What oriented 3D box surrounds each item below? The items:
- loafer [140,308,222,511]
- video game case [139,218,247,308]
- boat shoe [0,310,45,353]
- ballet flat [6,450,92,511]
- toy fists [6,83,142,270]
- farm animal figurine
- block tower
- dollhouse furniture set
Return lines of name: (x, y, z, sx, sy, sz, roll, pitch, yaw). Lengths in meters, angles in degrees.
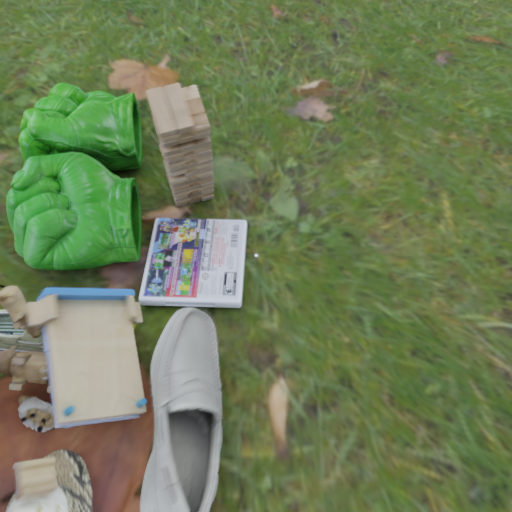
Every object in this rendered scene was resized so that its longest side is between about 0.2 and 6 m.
loafer: (-0.747, 1.797, 6.534, 0.926, 0.924, 2.648, 19, 56, -31)
video game case: (-0.908, 0.074, 8.447, 1.466, 0.185, 1.609, 2, 51, 2)
boat shoe: (-2.957, 1.026, 7.518, 1.895, 0.588, 0.682, -5, 53, -3)
ballet flat: (-2.243, 3.207, 5.566, 0.946, 1.050, 2.788, -8, 53, 6)
toy fists: (-2.874, -1.374, 8.903, 1.925, 1.298, 3.776, -6, 55, -4)
farm animal figurine: (-2.909, 1.242, 6.955, 1.503, 0.792, 1.519, 26, 87, -12)
block tower: (-1.053, -1.519, 8.296, 0.678, 2.509, 0.725, -16, 75, -7)
dollhouse furniture set: (-2.525, 1.788, 6.709, 2.516, 1.642, 2.375, 2, 62, -38)
